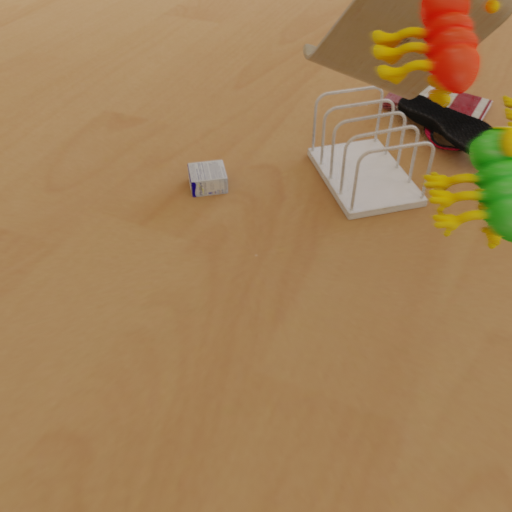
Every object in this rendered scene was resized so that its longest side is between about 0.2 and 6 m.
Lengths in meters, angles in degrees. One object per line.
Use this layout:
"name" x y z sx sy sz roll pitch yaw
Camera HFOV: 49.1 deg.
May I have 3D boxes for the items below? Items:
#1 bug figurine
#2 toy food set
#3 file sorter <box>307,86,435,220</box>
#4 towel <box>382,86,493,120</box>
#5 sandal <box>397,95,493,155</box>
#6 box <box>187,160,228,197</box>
"bug figurine" 2.206 -1.070 4.656 2.762 0.711 2.142 5 73 -38
"toy food set" 1.956 -3.167 7.483 1.778 2.477 0.748 15 68 -18
"file sorter" 1.908 -1.820 9.562 1.422 1.276 2.049 -11 44 -11
"towel" 3.833 -3.233 11.875 2.022 0.230 1.456 22 45 20
"sandal" 3.658 -2.428 10.786 0.919 0.551 2.446 -18 41 -19
"box" -0.845 -1.347 9.731 0.634 0.333 0.583 -7 44 -8
